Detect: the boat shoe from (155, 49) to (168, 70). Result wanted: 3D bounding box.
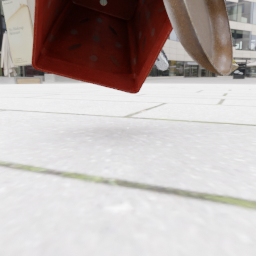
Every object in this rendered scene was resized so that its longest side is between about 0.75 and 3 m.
[{"bbox_3d":[1.191,-3.174,11.533,0.600,1.674,0.567,-18,38,35],"label":"boat shoe"}]

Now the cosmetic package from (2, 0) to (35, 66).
[{"bbox_3d":[-3.093,-2.903,8.578,0.974,1.881,0.687,-1,15,23],"label":"cosmetic package"}]

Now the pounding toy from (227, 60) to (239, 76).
[{"bbox_3d":[2.335,-1.889,7.357,1.095,0.626,0.628,17,40,-16],"label":"pounding toy"}]

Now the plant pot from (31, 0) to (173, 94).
[{"bbox_3d":[-0.555,-2.790,6.580,2.695,2.377,2.698,13,-36,-13],"label":"plant pot"}]

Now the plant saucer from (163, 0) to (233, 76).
[{"bbox_3d":[0.973,-1.795,3.934,0.362,2.258,2.258,-12,2,35],"label":"plant saucer"}]
